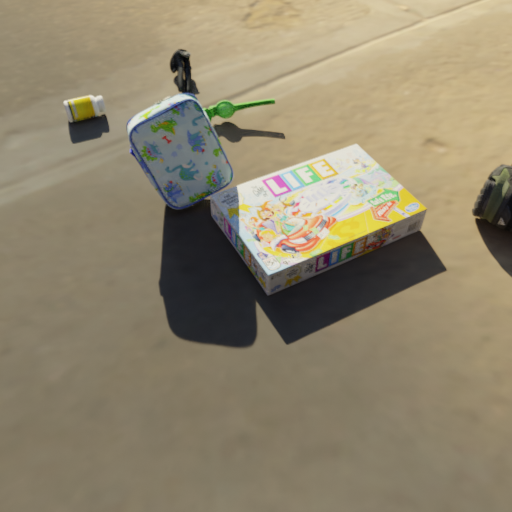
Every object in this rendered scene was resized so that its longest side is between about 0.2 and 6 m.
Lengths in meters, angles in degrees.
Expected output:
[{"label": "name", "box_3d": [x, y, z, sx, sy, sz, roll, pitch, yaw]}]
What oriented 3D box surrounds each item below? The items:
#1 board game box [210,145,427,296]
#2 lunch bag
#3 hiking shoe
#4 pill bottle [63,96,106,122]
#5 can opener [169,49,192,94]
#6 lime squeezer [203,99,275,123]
[{"label": "board game box", "box_3d": [1.029, -0.736, 9.604, 3.060, 0.524, 2.057, -22, 52, -19]}, {"label": "lunch bag", "box_3d": [-1.321, -1.778, 9.614, 1.424, 1.772, 0.731, -29, 32, 0]}, {"label": "hiking shoe", "box_3d": [5.216, -1.304, 9.880, 3.072, 1.163, 1.546, -40, 66, -19]}, {"label": "pill bottle", "box_3d": [-3.614, -3.124, 11.832, 0.790, 0.444, 0.444, -18, 50, -15]}, {"label": "can opener", "box_3d": [-1.655, -4.194, 12.784, 0.433, 0.537, 1.365, 3, 57, -28]}, {"label": "lime squeezer", "box_3d": [-0.725, -2.904, 11.518, 2.273, 0.429, 0.803, -31, 30, -21]}]
